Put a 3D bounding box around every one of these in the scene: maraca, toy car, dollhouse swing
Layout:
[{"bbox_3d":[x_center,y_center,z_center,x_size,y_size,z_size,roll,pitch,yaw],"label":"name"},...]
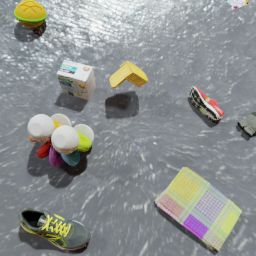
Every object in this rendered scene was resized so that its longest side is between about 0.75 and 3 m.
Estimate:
[{"bbox_3d":[-4.359,-5.218,12.580,1.399,1.091,2.040,1,44,-17],"label":"maraca"},{"bbox_3d":[-2.274,0.478,9.213,2.112,1.849,1.584,24,98,12],"label":"toy car"},{"bbox_3d":[0.009,-1.742,10.125,0.973,0.941,1.070,27,24,-28],"label":"dollhouse swing"}]

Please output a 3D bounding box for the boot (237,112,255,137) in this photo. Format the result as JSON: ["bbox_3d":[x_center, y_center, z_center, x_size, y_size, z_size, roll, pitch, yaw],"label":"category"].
[{"bbox_3d":[4.640,0.075,10.026,0.859,0.445,1.316,-35,59,-13],"label":"boot"}]

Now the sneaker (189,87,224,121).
[{"bbox_3d":[2.947,-0.938,10.541,0.681,0.618,1.605,-25,69,-29],"label":"sneaker"}]

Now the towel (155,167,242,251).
[{"bbox_3d":[2.199,2.436,8.771,2.325,0.265,1.670,36,66,17],"label":"towel"}]

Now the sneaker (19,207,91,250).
[{"bbox_3d":[-2.196,2.914,8.101,2.252,0.953,0.839,13,63,7],"label":"sneaker"}]

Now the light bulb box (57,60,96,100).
[{"bbox_3d":[-1.917,-1.796,10.582,1.165,1.175,0.733,16,62,9],"label":"light bulb box"}]

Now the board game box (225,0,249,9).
[{"bbox_3d":[5.291,-6.203,13.630,0.856,0.111,0.856,-27,65,-14],"label":"board game box"}]
